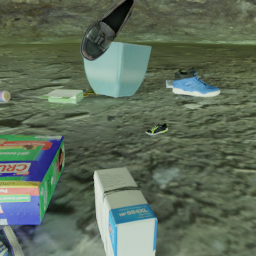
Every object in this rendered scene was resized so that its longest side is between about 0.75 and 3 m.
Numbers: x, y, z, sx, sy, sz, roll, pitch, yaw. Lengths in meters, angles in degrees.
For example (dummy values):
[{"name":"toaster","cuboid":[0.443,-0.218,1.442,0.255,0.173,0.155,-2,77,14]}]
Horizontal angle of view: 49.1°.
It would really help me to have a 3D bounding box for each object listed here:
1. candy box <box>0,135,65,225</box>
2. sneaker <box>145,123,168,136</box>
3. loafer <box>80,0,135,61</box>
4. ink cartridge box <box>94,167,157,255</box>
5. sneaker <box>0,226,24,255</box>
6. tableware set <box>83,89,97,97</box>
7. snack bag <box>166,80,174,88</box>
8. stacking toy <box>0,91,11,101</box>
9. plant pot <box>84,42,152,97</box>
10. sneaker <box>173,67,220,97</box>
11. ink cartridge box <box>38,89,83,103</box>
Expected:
[{"name":"candy box","cuboid":[-2.634,0.997,6.172,2.059,0.938,2.436,1,22,-2]},{"name":"sneaker","cuboid":[0.968,0.016,9.492,0.882,0.365,0.316,-11,24,-26]},{"name":"loafer","cuboid":[-0.696,-3.622,9.918,2.807,1.009,0.884,-56,17,-16]},{"name":"ink cartridge box","cuboid":[-0.106,1.499,4.635,0.648,1.122,1.537,-5,22,-15]},{"name":"sneaker","cuboid":[-2.033,2.066,4.080,0.972,0.535,1.327,-20,30,-30]},{"name":"tableware set","cuboid":[-2.187,-1.825,14.447,1.368,0.210,0.922,-6,22,-15]},{"name":"snack bag","cuboid":[3.039,-2.574,16.427,1.594,0.171,1.503,1,22,4]},{"name":"stacking toy","cuboid":[-6.261,-1.507,13.375,1.211,0.517,0.517,0,20,17]},{"name":"plant pot","cuboid":[-0.611,-2.862,13.734,2.467,2.520,2.474,16,18,34]},{"name":"sneaker","cuboid":[3.506,-2.385,14.318,2.395,1.332,0.919,10,23,24]},{"name":"ink cartridge box","cuboid":[-3.051,-1.387,12.950,1.418,0.467,1.948,4,22,10]}]
